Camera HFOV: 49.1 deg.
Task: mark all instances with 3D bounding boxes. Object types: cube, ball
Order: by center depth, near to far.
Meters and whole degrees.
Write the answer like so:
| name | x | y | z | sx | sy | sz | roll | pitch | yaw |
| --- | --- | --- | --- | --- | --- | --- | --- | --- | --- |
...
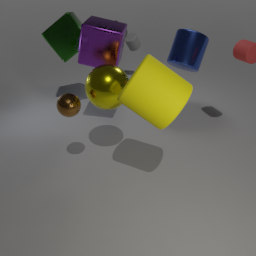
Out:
| name | x | y | z | sx | sy | sz | roll | pitch | yaw |
| --- | --- | --- | --- | --- | --- | --- | --- | --- | --- |
| ball | -1.722 | -0.664 | 8.158 | 0.700 | 0.700 | 0.700 | 0 | 32 | 0 |
| ball | -0.629 | -1.264 | 8.681 | 1.400 | 1.400 | 1.400 | 0 | 32 | 0 |
| cube | -0.897 | -3.047 | 10.076 | 1.400 | 1.400 | 1.400 | 13 | 34 | -1 |
| cube | -2.469 | -3.809 | 11.660 | 1.400 | 1.400 | 1.400 | -35 | 20 | 12 |

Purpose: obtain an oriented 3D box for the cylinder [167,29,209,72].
| name | x | y | z | sx | sy | sz | roll | pitch | yaw |
| --- | --- | --- | --- | --- | --- | --- | --- | --- | --- |
| cylinder | 2.507 | -3.240 | 11.791 | 1.400 | 1.400 | 1.400 | 18 | 6 | -2 |

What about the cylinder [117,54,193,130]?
| name | x | y | z | sx | sy | sz | roll | pitch | yaw |
| --- | --- | --- | --- | --- | --- | --- | --- | --- | --- |
| cylinder | 0.667 | -0.905 | 7.144 | 1.400 | 1.400 | 1.400 | 34 | 34 | -6 |

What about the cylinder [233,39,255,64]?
| name | x | y | z | sx | sy | sz | roll | pitch | yaw |
| --- | --- | --- | --- | --- | --- | --- | --- | --- | --- |
| cylinder | 4.169 | -2.667 | 9.771 | 0.700 | 0.700 | 0.700 | -12 | 31 | -18 |

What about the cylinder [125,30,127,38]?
| name | x | y | z | sx | sy | sz | roll | pitch | yaw |
| --- | --- | --- | --- | --- | --- | --- | --- | --- | --- |
| cylinder | -0.489 | -4.408 | 12.722 | 0.700 | 0.700 | 0.700 | -18 | 48 | -26 |

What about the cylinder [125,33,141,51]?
| name | x | y | z | sx | sy | sz | roll | pitch | yaw |
| --- | --- | --- | --- | --- | --- | --- | --- | --- | --- |
| cylinder | 0.262 | -4.643 | 15.103 | 0.700 | 0.700 | 0.700 | -15 | 51 | 19 |
